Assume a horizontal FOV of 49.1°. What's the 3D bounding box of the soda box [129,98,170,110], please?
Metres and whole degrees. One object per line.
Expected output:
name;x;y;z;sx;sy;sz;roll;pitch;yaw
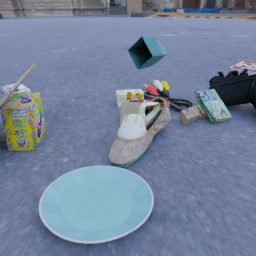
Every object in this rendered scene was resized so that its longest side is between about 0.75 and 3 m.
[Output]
soda box;0.705;-0.696;9.327;1.318;0.418;0.461;-3;26;-9

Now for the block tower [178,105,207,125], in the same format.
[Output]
block tower;2.146;-0.477;8.822;1.287;0.348;0.372;-17;64;-33

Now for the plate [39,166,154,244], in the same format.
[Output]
plate;-0.570;1.387;5.255;2.098;0.268;2.098;-1;26;0

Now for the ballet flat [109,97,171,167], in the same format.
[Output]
ballet flat;0.301;-0.074;7.285;0.923;0.911;2.710;8;32;28

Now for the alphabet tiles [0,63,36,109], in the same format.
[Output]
alphabet tiles;-3.309;-0.275;6.767;0.110;2.427;2.904;39;21;-21

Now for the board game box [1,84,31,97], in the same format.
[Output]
board game box;-4.497;-1.515;11.235;0.775;0.213;1.228;-19;32;-34

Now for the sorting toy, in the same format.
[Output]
sorting toy;0.305;-0.574;8.830;1.084;0.195;1.456;1;50;1

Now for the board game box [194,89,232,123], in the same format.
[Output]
board game box;2.701;-0.726;8.906;0.797;0.172;1.185;-7;59;-29

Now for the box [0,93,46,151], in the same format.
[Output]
box;-2.741;-0.195;7.444;0.742;1.171;1.216;-2;27;-4

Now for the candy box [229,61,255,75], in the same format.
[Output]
candy box;5.926;-2.104;11.752;2.932;0.828;1.711;21;33;34

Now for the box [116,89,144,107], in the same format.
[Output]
box;0.060;-1.079;10.041;0.938;0.475;0.528;-4;25;-8

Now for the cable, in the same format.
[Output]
cable;1.323;-1.160;10.079;1.162;0.602;2.392;-16;30;-18

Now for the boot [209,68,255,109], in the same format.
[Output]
boot;3.792;-0.981;9.214;2.200;0.994;2.685;-4;43;23

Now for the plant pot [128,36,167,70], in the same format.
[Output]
plant pot;0.511;-1.758;6.541;0.763;0.539;0.539;-19;-11;-46
